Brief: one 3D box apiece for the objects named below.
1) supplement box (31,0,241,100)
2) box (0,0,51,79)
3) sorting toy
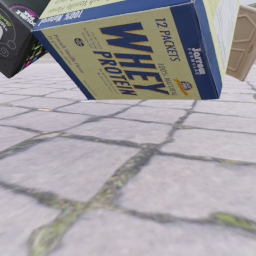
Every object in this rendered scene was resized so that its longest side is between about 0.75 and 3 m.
[{"bbox_3d":[0.368,-2.115,5.000,2.736,1.837,2.734,3,59,31],"label":"supplement box"},{"bbox_3d":[-2.482,-2.820,6.584,1.642,1.962,2.642,-40,12,42],"label":"box"},{"bbox_3d":[2.782,-2.698,8.275,2.335,2.161,0.426,32,54,19],"label":"sorting toy"}]
